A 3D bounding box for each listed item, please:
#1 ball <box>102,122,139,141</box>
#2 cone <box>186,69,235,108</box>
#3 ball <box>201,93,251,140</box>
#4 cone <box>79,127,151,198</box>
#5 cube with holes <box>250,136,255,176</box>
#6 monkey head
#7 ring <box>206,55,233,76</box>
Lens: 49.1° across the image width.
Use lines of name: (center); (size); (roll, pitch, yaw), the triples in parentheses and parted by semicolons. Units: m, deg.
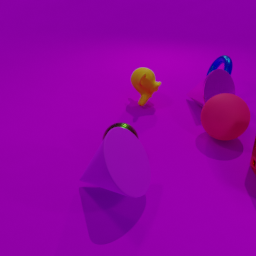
ball: (-0.187, 0.317, 7.144); (0.925, 0.925, 0.925); (0, 32, 0)
cone: (2.524, -1.160, 9.545); (1.524, 1.524, 1.530); (-21, 15, -29)
ball: (2.663, -0.304, 7.694); (1.291, 1.291, 1.291); (0, 32, 0)
cone: (-0.531, 0.917, 5.962); (1.467, 1.462, 1.462); (-25, 19, 32)
cube with holes: (3.655, 0.674, 6.007); (1.396, 1.396, 1.396); (-2, 33, 5)
monkey head: (0.468, -1.428, 9.484); (0.988, 1.179, 1.639); (33, 2, -14)
ring: (3.273, -1.948, 10.163); (0.285, 1.426, 1.426); (17, 29, -14)
